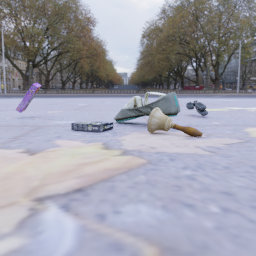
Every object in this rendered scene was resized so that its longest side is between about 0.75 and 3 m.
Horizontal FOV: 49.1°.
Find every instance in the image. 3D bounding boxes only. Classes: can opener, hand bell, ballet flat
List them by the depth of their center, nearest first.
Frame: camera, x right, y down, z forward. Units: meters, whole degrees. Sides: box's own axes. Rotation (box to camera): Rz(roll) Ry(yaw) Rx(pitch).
[{"bbox_3d":[1.109,-0.029,6.355,1.208,0.629,0.629,18,16,30],"label":"hand bell"},{"bbox_3d":[0.484,-0.642,8.302,2.414,0.769,0.813,-4,7,44],"label":"ballet flat"},{"bbox_3d":[2.807,-0.778,11.325,0.581,0.460,1.748,-22,11,3],"label":"can opener"}]

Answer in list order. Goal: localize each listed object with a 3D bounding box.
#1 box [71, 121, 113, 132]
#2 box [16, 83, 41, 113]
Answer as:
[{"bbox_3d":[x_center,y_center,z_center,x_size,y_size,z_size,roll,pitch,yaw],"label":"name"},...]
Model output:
[{"bbox_3d":[-0.908,-0.052,7.210,0.863,0.212,0.695,3,5,25],"label":"box"},{"bbox_3d":[-3.756,-1.156,10.629,0.231,1.179,0.807,35,6,-12],"label":"box"}]
